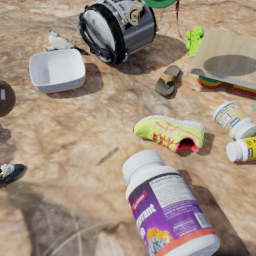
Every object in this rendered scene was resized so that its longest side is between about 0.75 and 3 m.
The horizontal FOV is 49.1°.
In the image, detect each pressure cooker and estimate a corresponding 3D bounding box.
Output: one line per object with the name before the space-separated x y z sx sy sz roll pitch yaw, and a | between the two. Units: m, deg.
pressure cooker | -0.532 -4.074 11.711 2.861 2.555 2.516 -32 33 -24

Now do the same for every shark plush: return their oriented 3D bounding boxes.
shark plush | -2.755 -3.887 12.744 2.084 0.947 0.868 13 20 16

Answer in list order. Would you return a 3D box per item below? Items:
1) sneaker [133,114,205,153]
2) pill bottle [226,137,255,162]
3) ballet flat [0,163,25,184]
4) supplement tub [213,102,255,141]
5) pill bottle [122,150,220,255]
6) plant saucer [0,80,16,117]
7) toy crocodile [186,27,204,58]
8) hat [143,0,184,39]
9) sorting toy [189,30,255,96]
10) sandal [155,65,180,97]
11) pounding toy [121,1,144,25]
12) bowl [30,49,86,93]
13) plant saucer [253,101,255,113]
sneaker | 1.325 0.265 9.035 2.377 0.929 1.073 4 54 4
pill bottle | 3.816 0.668 8.811 1.245 0.711 0.711 -9 50 -7
ballet flat | -3.793 1.394 8.348 1.392 0.509 0.509 -28 55 -22
supplement tub | 3.582 -0.192 9.409 0.907 0.907 1.253 -22 52 -18
pill bottle | 0.888 1.986 7.108 1.581 1.581 2.838 -17 51 -14
plant saucer | -3.181 -0.711 6.770 0.948 0.948 0.140 -40 29 -29
toy crocodile | 3.121 -3.931 12.797 0.757 0.692 2.242 -10 47 25
hat | 1.381 -4.139 8.589 1.548 1.868 1.645 44 24 24
sorting toy | 4.220 -2.541 11.328 2.932 1.026 2.949 18 52 15
sandal | 1.640 -2.004 11.193 0.809 0.540 1.980 21 53 17
pounding toy | 0.166 -3.335 8.422 0.474 0.829 0.476 33 53 -13
bowl | -2.765 -2.192 11.203 2.094 0.783 2.097 -12 50 -10
plant saucer | 5.311 -0.739 10.326 1.285 0.231 1.285 0 49 0
